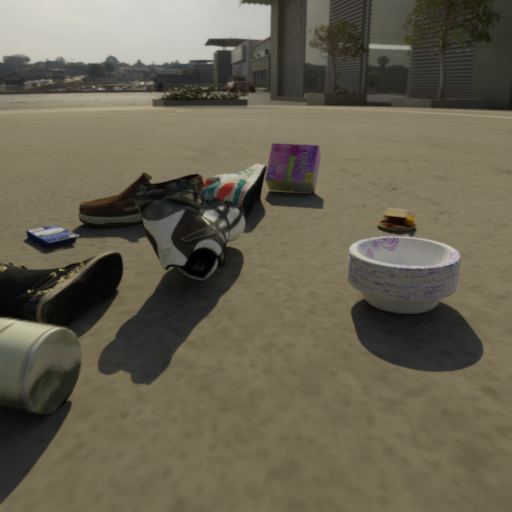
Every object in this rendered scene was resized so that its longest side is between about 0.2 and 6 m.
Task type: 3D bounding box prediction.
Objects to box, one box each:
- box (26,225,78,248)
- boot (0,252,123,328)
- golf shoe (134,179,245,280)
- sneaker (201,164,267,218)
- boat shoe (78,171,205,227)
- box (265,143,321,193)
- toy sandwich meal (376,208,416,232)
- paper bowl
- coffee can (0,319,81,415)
[{"bbox_3d":[-4.351,-0.408,11.989,0.704,0.188,1.162,-17,24,-39],"label":"box"},{"bbox_3d":[-3.226,0.412,8.828,1.597,0.776,2.121,7,26,17],"label":"boot"},{"bbox_3d":[-1.073,-0.291,10.233,1.314,1.597,3.380,-14,-9,21],"label":"golf shoe"},{"bbox_3d":[-0.590,-1.883,14.716,1.382,1.041,2.956,14,24,5],"label":"sneaker"},{"bbox_3d":[-2.724,-1.478,13.565,3.157,1.168,1.166,-10,22,-27],"label":"boat shoe"},{"bbox_3d":[1.089,-2.569,16.386,1.410,1.240,0.682,6,-20,14],"label":"box"},{"bbox_3d":[3.263,-0.840,12.989,0.991,0.339,0.991,0,18,0],"label":"toy sandwich meal"},{"bbox_3d":[2.294,0.317,8.836,1.699,0.884,1.699,0,19,0],"label":"paper bowl"},{"bbox_3d":[-2.777,1.183,6.258,1.284,0.939,0.939,6,20,17],"label":"coffee can"}]
